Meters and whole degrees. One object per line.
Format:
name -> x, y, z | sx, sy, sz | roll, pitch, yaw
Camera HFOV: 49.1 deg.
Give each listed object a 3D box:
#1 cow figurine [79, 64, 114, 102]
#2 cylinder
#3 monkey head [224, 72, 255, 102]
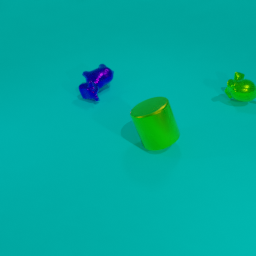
cow figurine -> -1.111, -1.679, 10.252 | 1.579, 0.867, 1.554 | -30, 37, -14
cylinder -> 0.771, -0.133, 7.892 | 1.133, 1.133, 1.133 | -19, 25, 10
monkey head -> 3.992, -1.474, 9.733 | 1.582, 1.138, 0.953 | 12, -7, -12
